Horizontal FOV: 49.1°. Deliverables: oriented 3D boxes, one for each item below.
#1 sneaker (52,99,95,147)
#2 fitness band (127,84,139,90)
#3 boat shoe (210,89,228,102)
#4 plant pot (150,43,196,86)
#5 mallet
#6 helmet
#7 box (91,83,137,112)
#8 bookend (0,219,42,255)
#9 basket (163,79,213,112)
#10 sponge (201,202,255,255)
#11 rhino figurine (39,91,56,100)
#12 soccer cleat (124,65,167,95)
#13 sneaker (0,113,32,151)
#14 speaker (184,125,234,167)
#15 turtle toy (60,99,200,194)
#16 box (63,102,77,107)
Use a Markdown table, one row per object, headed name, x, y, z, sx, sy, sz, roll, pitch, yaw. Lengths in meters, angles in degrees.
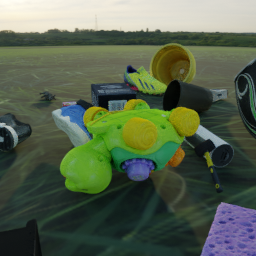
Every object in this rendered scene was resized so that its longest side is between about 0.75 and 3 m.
| name | x | y | z | sx | sy | sz | roll | pitch | yaw |
| --- | --- | --- | --- | --- | --- | --- | --- | --- | --- |
| sneaker | -1.169 | -0.180 | 7.477 | 1.140 | 0.787 | 2.049 | -27 | 30 | -22 |
| fitness band | 0.497 | -2.183 | 14.492 | 1.302 | 0.244 | 0.935 | 10 | 25 | 25 |
| boat shoe | 3.628 | -1.429 | 12.206 | 1.448 | 0.541 | 0.671 | -6 | 11 | -29 |
| plant pot | 2.491 | -2.996 | 14.310 | 2.192 | 2.192 | 2.062 | 11 | 7 | 27 |
| mallet | 1.672 | 0.809 | 5.857 | 0.449 | 0.281 | 1.364 | -33 | 32 | 30 |
| helmet | 4.117 | -0.612 | 6.812 | 2.709 | 2.583 | 2.709 | -23 | -12 | -5 |
| box | -0.562 | -0.993 | 10.185 | 1.380 | 0.973 | 1.866 | -4 | 21 | -12 |
| bookend | -1.710 | 1.826 | 2.876 | 1.558 | 0.718 | 1.548 | -7 | 20 | -15 |
| basket | 2.235 | -1.081 | 10.248 | 1.526 | 1.376 | 1.038 | 0 | 44 | -23 |
| sponge | 1.554 | 1.830 | 3.393 | 1.358 | 0.363 | 2.435 | 10 | 22 | 26 |
| rhino figurine | -3.463 | -1.390 | 12.271 | 0.452 | 0.309 | 1.033 | -16 | 27 | -37 |
| soccer cleat | 0.791 | -2.359 | 13.567 | 0.869 | 1.124 | 2.687 | -16 | 33 | -42 |
| sneaker | -3.750 | -0.021 | 7.853 | 2.536 | 0.843 | 1.147 | 14 | 21 | 24 |
| speaker | 1.956 | 0.389 | 6.975 | 0.605 | 0.605 | 1.489 | -5 | 21 | -14 |
| turtle toy | -0.028 | 0.354 | 5.768 | 2.887 | 1.459 | 2.104 | -15 | 20 | -32 |
| box | -2.204 | -0.909 | 11.164 | 0.768 | 0.150 | 0.526 | -5 | 21 | -14 |
